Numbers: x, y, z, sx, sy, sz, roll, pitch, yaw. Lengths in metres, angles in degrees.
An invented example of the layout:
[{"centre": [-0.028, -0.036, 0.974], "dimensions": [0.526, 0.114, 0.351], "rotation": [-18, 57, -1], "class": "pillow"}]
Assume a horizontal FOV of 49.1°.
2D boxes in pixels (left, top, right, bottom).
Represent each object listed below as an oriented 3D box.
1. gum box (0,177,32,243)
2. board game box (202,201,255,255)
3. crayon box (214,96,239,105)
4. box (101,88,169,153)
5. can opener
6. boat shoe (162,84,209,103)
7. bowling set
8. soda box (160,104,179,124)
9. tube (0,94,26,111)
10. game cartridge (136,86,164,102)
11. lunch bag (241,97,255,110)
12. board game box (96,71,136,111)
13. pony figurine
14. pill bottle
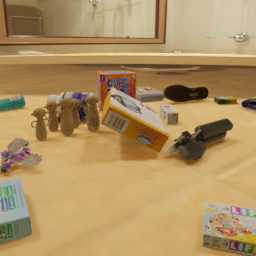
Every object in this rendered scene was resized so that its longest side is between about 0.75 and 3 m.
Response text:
[{"centre": [-2.561, 1.426, 4.623], "dimensions": [1.663, 0.371, 1.413], "rotation": [-9, 20, -24], "class": "gum box"}, {"centre": [1.870, 1.583, 4.378], "dimensions": [1.341, 0.230, 0.902], "rotation": [5, 19, 15], "class": "board game box"}, {"centre": [4.537, -1.270, 12.816], "dimensions": [0.982, 0.253, 0.617], "rotation": [-1, 19, -5], "class": "crayon box"}, {"centre": [0.137, -0.398, 8.465], "dimensions": [1.763, 0.614, 2.961], "rotation": [27, 14, -10], "class": "box"}, {"centre": [2.076, 0.333, 7.737], "dimensions": [2.549, 0.671, 0.847], "rotation": [-18, 61, -39], "class": "can opener"}, {"centre": [2.576, -1.571, 13.134], "dimensions": [2.319, 0.831, 0.883], "rotation": [2, 4, -20], "class": "boat shoe"}, {"centre": [-2.127, -0.500, 9.052], "dimensions": [2.224, 1.194, 1.548], "rotation": [-11, 22, -29], "class": "bowling set"}, {"centre": [1.495, -0.522, 10.310], "dimensions": [0.406, 0.434, 1.274], "rotation": [-2, 18, -5], "class": "soda box"}, {"centre": [-5.336, -0.925, 11.507], "dimensions": [2.088, 0.526, 0.808], "rotation": [-17, 16, -32], "class": "tube"}, {"centre": [0.743, -1.714, 13.958], "dimensions": [1.415, 0.435, 2.126], "rotation": [-10, 21, -17], "class": "game cartridge"}, {"centre": [5.908, -1.150, 11.685], "dimensions": [1.531, 0.956, 2.033], "rotation": [-16, 15, -33], "class": "lunch bag"}, {"centre": [-0.521, -1.624, 11.857], "dimensions": [1.477, 1.476, 1.476], "rotation": [-4, 16, -10], "class": "board game box"}, {"centre": [-2.621, 0.627, 6.660], "dimensions": [0.955, 0.824, 0.990], "rotation": [-33, 25, 1], "class": "pony figurine"}, {"centre": [-2.056, -0.820, 10.310], "dimensions": [1.675, 1.002, 1.002], "rotation": [2, 19, 7], "class": "pill bottle"}]
